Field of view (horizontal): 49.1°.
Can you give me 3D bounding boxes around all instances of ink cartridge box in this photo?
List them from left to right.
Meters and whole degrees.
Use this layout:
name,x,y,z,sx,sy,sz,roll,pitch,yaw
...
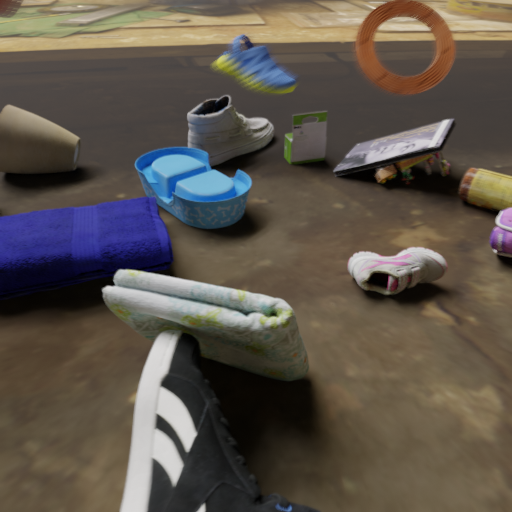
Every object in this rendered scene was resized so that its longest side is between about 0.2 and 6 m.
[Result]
name,x,y,z,sx,sy,sz,roll,pitch,yaw
ink cartridge box,1.070,-2.604,12.090,0.829,1.121,0.425,-10,34,-15

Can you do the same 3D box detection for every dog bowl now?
name,x,y,z,sx,sy,sz,roll,pitch,yaw
dog bowl,-1.196,-1.293,10.515,1.466,0.652,2.630,-24,40,-32

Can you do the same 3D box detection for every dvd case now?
name,x,y,z,sx,sy,sz,roll,pitch,yaw
dvd case,2.864,-2.250,11.609,2.215,0.177,1.647,-9,25,34

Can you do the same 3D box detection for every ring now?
name,x,y,z,sx,sy,sz,roll,pitch,yaw
ring,2.471,-3.472,9.350,1.656,1.656,0.159,-2,-7,-3

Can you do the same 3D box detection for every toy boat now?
name,x,y,z,sx,sy,sz,roll,pitch,yaw
toy boat,-3.487,-3.683,7.287,0.787,0.786,1.205,15,25,-53

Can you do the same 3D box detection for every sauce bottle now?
name,x,y,z,sx,sy,sz,roll,pitch,yaw
sauce bottle,4.781,-1.012,10.066,2.120,0.700,0.700,25,40,32

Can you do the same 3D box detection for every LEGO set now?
name,x,y,z,sx,sy,sz,roll,pitch,yaw
LEGO set,3.407,-1.880,11.571,0.994,0.804,2.160,-2,30,48

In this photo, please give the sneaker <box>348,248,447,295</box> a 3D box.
name,x,y,z,sx,sy,sz,roll,pitch,yaw
sneaker,2.087,0.292,8.211,1.427,0.580,0.629,-6,34,7

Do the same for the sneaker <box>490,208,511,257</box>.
name,x,y,z,sx,sy,sz,roll,pitch,yaw
sneaker,4.414,0.020,8.346,1.580,1.004,2.771,-2,25,7

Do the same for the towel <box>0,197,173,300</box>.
name,x,y,z,sx,sy,sz,roll,pitch,yaw
towel,-2.832,-0.152,8.817,2.893,0.717,2.136,-8,27,-13

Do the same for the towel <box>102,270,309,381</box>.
name,x,y,z,sx,sy,sz,roll,pitch,yaw
towel,-0.486,0.824,6.309,2.078,1.779,0.500,9,68,16

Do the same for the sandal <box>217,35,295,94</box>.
name,x,y,z,sx,sy,sz,roll,pitch,yaw
sandal,0.032,-4.098,12.003,1.938,0.844,0.770,32,29,18

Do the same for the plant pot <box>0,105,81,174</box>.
name,x,y,z,sx,sy,sz,roll,pitch,yaw
plant pot,-4.446,-2.250,11.568,1.467,1.374,1.374,12,32,-10

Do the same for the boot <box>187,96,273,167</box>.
name,x,y,z,sx,sy,sz,roll,pitch,yaw
boot,-0.503,-2.971,12.537,0.957,1.244,2.603,22,39,30

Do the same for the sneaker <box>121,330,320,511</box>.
name,x,y,z,sx,sy,sz,roll,pitch,yaw
sneaker,-0.222,2.065,5.047,1.811,1.183,3.237,3,40,-3
